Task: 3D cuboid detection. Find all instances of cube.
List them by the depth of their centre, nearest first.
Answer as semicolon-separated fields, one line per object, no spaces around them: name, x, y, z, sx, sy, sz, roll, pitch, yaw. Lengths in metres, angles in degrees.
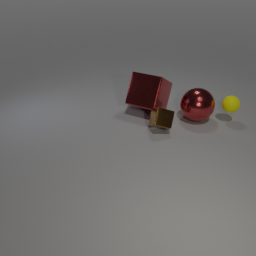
cube;1.291;-0.367;10.862;0.700;0.700;0.700;13;-4;-17
cube;0.920;-1.514;12.131;1.400;1.400;1.400;16;5;26

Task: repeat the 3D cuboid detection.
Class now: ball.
ball;4.203;-0.969;11.444;0.700;0.700;0.700;0;29;0
ball;2.875;-0.961;11.610;1.400;1.400;1.400;0;29;0
